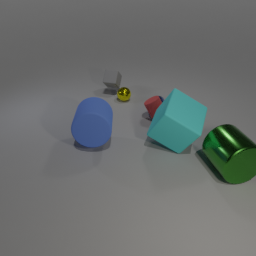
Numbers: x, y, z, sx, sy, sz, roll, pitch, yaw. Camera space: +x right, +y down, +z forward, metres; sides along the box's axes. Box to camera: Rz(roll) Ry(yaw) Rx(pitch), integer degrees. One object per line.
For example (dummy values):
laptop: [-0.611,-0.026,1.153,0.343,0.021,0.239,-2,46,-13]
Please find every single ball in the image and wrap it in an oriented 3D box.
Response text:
ball: [-0.196,-1.668,13.799,0.700,0.700,0.700,0,30,0]

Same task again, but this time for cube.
cube: [1.728,-0.231,9.880,1.400,1.400,1.400,30,51,-6]
cube: [-0.791,-2.494,14.259,0.700,0.700,0.700,8,-10,17]

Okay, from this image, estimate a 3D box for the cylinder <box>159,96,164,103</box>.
cylinder: [1.359,-1.008,12.653,0.700,0.700,0.700,1,29,1]

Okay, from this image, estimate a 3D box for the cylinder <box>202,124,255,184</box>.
cylinder: [3.303,0.801,8.893,1.400,1.400,1.400,-7,32,-12]

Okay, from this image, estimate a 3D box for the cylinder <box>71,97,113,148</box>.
cylinder: [-1.269,-0.229,10.188,1.400,1.400,1.400,-1,29,-1]

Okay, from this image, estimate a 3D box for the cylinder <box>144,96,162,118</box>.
cylinder: [1.138,-0.901,11.907,0.700,0.700,0.700,-27,20,11]
